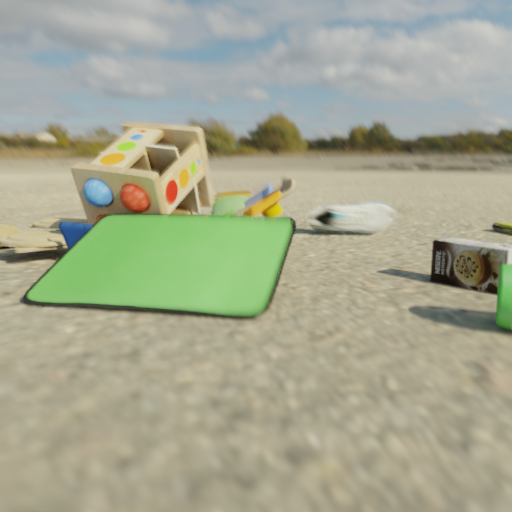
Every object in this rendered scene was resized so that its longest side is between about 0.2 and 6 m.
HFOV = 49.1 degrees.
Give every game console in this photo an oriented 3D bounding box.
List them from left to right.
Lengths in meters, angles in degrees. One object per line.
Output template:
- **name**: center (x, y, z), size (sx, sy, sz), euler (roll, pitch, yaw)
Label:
- **game console**: center (-2.473, -0.242, 9.286), size (1.202, 0.711, 1.026), euler (6, 12, 13)

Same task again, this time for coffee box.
- **coffee box**: center (2.992, 0.127, 7.657), size (0.442, 0.626, 1.108), euler (-9, 13, -39)

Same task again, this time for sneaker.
- **sneaker**: center (2.009, -0.800, 12.212), size (1.905, 0.714, 0.826), euler (-4, -2, 18)

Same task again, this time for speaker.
- **speaker**: center (3.334, 0.471, 5.533), size (1.736, 0.768, 0.768), euler (4, 12, 22)

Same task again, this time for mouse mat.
- **mouse mat**: center (-1.141, 0.016, 7.470), size (3.119, 0.117, 2.510), euler (3, 31, 12)

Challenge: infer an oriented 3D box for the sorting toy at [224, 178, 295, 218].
- **sorting toy**: center (-0.055, -0.760, 10.437), size (1.856, 0.449, 3.297), euler (-33, 8, 2)

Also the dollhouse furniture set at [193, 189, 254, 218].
- **dollhouse furniture set**: center (-1.311, -1.260, 12.821), size (2.589, 1.000, 1.294), euler (-3, 42, 9)

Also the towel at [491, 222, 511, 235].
- **towel**: center (6.496, -0.592, 12.610), size (1.947, 0.222, 1.398), euler (-2, 10, -15)

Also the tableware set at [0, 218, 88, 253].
- **tableware set**: center (-3.918, -0.384, 11.002), size (3.617, 0.420, 3.021), euler (8, 13, 40)

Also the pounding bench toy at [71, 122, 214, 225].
- **pounding bench toy**: center (-1.876, -0.768, 9.940), size (1.557, 2.507, 1.955), euler (9, 41, 19)
